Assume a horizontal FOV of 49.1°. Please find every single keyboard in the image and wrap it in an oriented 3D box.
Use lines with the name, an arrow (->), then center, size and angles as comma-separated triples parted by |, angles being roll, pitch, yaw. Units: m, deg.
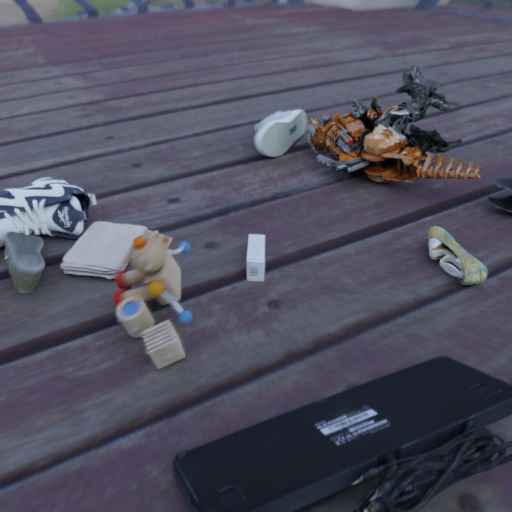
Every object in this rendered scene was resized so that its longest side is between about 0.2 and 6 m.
keyboard -> 1.363, 2.542, 6.981 | 4.464, 0.885, 2.324 | -15, 14, -19

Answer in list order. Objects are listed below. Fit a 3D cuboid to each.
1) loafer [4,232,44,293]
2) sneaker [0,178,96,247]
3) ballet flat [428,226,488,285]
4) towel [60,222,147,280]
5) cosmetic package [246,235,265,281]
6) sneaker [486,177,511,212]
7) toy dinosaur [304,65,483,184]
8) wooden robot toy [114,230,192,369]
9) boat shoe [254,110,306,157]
loafer -> -4.323, 0.088, 10.301 | 0.716, 0.663, 1.903 | 13, 16, -26
sneaker -> -4.362, -0.777, 11.248 | 1.751, 1.074, 2.690 | 9, 24, 28
ballet flat -> 3.647, -0.014, 10.649 | 0.603, 0.603, 1.707 | -12, 37, -17
towel -> -2.958, -0.134, 11.025 | 1.181, 0.307, 1.782 | 7, 33, 8
cosmetic package -> 0.000, 0.028, 10.633 | 0.347, 0.477, 0.938 | 2, 36, 2
sneaker -> 6.900, -1.581, 12.505 | 3.358, 1.008, 1.751 | -24, 46, -26
toy dinosaur -> 3.332, -2.674, 13.789 | 3.100, 2.333, 4.568 | -37, 66, -22
wooden robot toy -> -1.830, 0.306, 9.083 | 1.277, 1.315, 2.898 | -12, 48, 5
boat shoe -> 0.492, -3.373, 15.399 | 0.935, 0.916, 2.625 | 6, 30, 30
